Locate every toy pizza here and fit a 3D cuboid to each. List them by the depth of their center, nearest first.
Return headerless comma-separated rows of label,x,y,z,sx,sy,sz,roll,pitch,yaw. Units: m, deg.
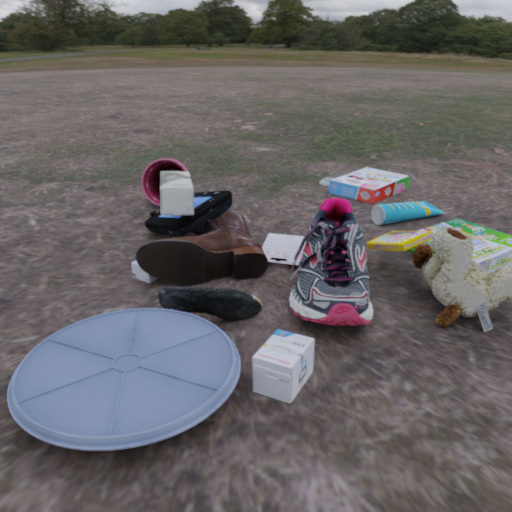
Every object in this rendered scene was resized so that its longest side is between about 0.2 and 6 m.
toy pizza,-1.610,1.522,7.093,2.835,0.449,2.835,-1,24,1

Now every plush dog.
plush dog,3.260,0.400,9.081,1.728,1.386,1.484,30,11,-1

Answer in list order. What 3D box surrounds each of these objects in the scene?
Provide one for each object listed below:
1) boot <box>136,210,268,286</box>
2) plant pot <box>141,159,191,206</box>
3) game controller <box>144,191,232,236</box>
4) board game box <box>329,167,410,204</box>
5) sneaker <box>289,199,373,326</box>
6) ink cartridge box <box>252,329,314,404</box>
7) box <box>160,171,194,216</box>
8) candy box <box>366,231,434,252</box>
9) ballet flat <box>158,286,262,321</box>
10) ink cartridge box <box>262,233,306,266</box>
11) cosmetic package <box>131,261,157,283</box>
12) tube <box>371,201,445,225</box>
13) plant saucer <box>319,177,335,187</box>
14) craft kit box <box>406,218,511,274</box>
boot,-1.169,-0.385,10.898,2.439,0.841,2.617,6,24,-18
plant pot,-2.162,-1.830,13.986,1.191,1.191,1.066,1,8,3
game controller,-1.403,-0.896,11.319,1.334,0.538,2.557,-44,22,-17
board game box,3.022,-1.908,14.945,1.387,0.366,1.813,21,31,39
sneaker,1.222,0.076,9.288,1.303,1.206,3.231,5,27,-1
ink cartridge box,0.353,1.407,7.218,0.551,0.549,0.752,12,26,25
box,-1.491,-1.184,10.418,0.611,0.508,1.487,-1,20,-11
candy box,2.594,-0.277,10.176,0.660,0.170,1.290,-25,9,-15
ballet flat,-0.692,0.661,8.658,1.634,0.543,0.464,9,24,-15
ink cartridge box,0.533,-0.060,11.006,0.856,0.266,1.064,6,35,13
cosmetic package,-1.811,0.157,10.329,0.458,0.334,0.901,15,27,32
tube,3.493,-1.031,12.986,1.811,0.456,0.701,-9,38,-30
plant saucer,2.060,-2.079,15.615,0.596,0.150,0.596,1,24,0
craft kit box,4.137,-0.191,11.075,1.725,0.419,1.704,-17,31,-32
